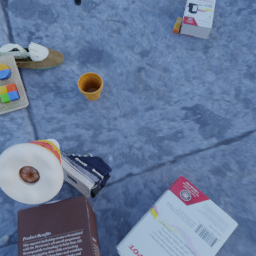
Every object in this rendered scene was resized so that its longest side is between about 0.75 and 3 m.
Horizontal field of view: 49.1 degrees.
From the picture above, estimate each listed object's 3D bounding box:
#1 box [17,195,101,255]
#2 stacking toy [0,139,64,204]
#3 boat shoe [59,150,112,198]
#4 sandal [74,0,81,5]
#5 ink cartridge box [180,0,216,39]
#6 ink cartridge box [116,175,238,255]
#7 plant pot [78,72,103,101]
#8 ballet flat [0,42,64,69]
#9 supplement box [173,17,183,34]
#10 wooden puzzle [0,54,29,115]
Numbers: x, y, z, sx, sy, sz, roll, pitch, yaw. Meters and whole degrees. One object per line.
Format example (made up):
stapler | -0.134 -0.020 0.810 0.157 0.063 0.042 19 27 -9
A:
box | -1.794 3.402 7.771 1.908 1.888 2.300 -11 60 -4
stacking toy | -2.524 0.866 8.090 1.731 2.369 1.731 0 110 0
boat shoe | -1.693 1.246 9.536 2.499 0.933 1.159 36 51 19
sandal | -2.367 -6.144 13.160 0.325 0.207 0.864 -5 66 -2
ink cartridge box | 3.068 -4.885 12.311 1.241 0.705 1.703 12 66 5
ink cartridge box | 1.380 3.248 8.329 2.133 1.212 2.927 41 72 17
plant pot | -1.399 -1.496 10.693 0.930 0.852 0.930 0 65 -1
ballet flat | -4.124 -2.958 11.245 2.923 1.057 0.991 0 66 0
supplement box | 2.199 -4.550 12.413 0.254 0.262 0.762 17 64 5
wooden puzzle | -5.109 -1.588 10.593 2.068 0.517 2.232 -18 87 -7
